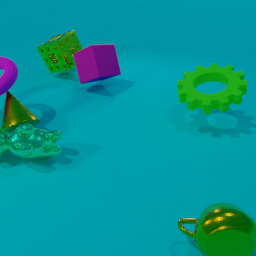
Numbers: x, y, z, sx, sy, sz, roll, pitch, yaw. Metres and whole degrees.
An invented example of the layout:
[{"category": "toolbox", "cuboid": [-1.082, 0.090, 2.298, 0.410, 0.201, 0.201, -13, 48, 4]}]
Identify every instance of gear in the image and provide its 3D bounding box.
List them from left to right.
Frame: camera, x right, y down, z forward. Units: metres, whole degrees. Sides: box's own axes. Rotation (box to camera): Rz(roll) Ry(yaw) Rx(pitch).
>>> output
[{"category": "gear", "cuboid": [2.154, -1.061, 7.274, 1.710, 0.316, 1.710, -10, 43, 9]}]

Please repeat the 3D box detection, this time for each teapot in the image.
[{"category": "teapot", "cuboid": [1.575, 1.605, 4.433, 1.571, 0.977, 0.769, 2, 24, 5]}]

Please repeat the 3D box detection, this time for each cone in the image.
[{"category": "cone", "cuboid": [-2.923, -0.498, 7.165, 1.048, 1.052, 1.048, -22, -5, -2]}]

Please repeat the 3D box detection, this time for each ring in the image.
[{"category": "ring", "cuboid": [-3.743, -1.277, 7.315, 1.755, 0.351, 1.755, -5, 48, 6]}]

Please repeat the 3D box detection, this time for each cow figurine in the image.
[{"category": "cow figurine", "cuboid": [-2.444, 0.368, 6.406, 1.544, 0.847, 1.519, 12, -20, -43]}]

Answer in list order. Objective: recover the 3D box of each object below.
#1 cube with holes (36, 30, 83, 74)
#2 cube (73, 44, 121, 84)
[{"category": "cube with holes", "cuboid": [-2.465, -2.833, 10.463, 1.085, 1.085, 1.085, -1, 38, 35]}, {"category": "cube", "cuboid": [-1.036, -2.152, 9.437, 1.041, 1.041, 1.041, -19, 9, -43]}]
